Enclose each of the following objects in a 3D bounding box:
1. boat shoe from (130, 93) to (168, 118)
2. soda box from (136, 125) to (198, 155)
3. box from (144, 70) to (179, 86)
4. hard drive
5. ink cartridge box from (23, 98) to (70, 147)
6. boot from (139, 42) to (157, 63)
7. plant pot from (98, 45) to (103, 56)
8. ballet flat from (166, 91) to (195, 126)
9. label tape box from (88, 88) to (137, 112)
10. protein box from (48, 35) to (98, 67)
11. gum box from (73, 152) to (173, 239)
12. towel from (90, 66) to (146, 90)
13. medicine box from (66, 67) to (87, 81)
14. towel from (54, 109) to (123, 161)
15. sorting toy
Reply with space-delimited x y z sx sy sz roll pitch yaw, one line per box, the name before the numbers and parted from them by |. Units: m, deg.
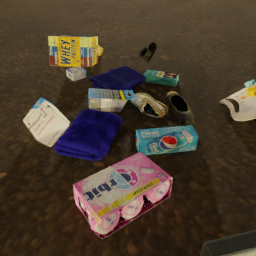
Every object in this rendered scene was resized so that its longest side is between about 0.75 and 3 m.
boat shoe | 0.760 -0.953 11.616 1.811 0.677 0.620 25 36 31
soda box | 1.314 0.419 9.628 2.021 0.648 0.685 -5 35 -6
box | 1.675 -2.543 14.183 1.677 0.412 0.690 11 36 16
hard drive | 2.606 2.585 5.314 2.741 1.913 0.451 -8 35 -11
ink cartridge box | -2.960 -0.229 10.101 1.145 0.661 1.568 -52 47 0
boot | 0.927 -3.534 12.710 0.395 1.050 0.785 19 -4 28
plant pot | -1.963 -4.839 17.324 0.725 0.771 0.771 25 39 7
ballet flat | 2.188 -0.970 11.595 0.808 0.691 2.431 -12 35 -5
label tape box | -0.696 -1.173 11.768 1.923 0.609 1.387 2 24 -8
protein box | -2.179 -3.187 11.474 1.663 1.130 1.675 3 20 3
gum box | -0.174 1.730 7.556 2.430 0.804 1.379 -23 40 -30
towel | -0.451 -2.273 13.735 2.336 0.579 1.725 -29 50 -35
medicine box | -2.691 -2.854 14.634 0.812 0.418 0.739 -26 42 -32
towel | -1.352 0.131 10.078 1.818 0.610 2.462 7 35 12
sorting toy | 5.216 -1.140 11.690 2.354 1.397 2.614 -20 35 5
